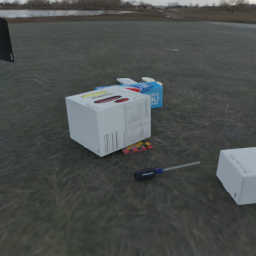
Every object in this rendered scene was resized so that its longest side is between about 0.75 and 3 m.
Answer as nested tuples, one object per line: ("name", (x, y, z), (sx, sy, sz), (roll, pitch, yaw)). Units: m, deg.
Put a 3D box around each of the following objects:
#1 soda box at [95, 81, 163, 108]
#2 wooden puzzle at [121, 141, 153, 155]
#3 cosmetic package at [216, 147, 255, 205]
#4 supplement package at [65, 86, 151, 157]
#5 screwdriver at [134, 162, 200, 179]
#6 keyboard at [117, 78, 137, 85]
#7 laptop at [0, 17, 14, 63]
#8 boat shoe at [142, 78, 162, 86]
("soda box", (0.043, -1.385, 12.680), (2.961, 1.004, 0.950), (-9, 28, -18))
("wooden puzzle", (0.137, 0.618, 9.711), (1.373, 0.096, 0.815), (-10, 28, -19))
("cosmetic package", (3.956, 1.194, 7.639), (2.607, 0.929, 1.322), (-5, 27, -8))
("supplement package", (-0.686, -0.378, 9.878), (2.181, 1.604, 2.085), (-20, 29, -35))
("screwdriver", (1.199, 1.248, 8.271), (2.114, 0.295, 0.308), (-5, 58, -11))
("keyboard", (0.352, -2.369, 15.610), (0.818, 0.155, 2.906), (-13, 30, -25))
("laptop", (-4.182, -2.602, 8.197), (1.518, 1.345, 0.784), (-12, 7, -29))
("boat shoe", (1.235, -2.330, 15.101), (0.612, 0.512, 1.712), (-6, 26, -26))
